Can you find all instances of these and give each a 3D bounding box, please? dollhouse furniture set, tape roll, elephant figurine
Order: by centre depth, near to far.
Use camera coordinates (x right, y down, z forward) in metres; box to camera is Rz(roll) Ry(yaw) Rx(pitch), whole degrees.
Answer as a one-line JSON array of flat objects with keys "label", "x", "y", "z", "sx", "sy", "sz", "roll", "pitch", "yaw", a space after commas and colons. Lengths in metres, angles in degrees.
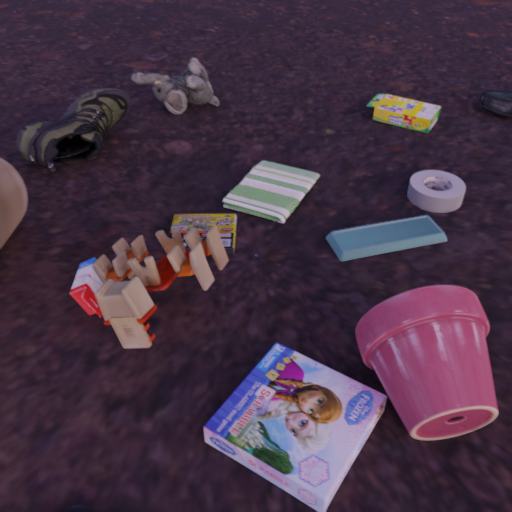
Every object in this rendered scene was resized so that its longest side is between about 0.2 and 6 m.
[{"label": "dollhouse furniture set", "x": -1.506, "y": 0.415, "z": 8.241, "sx": 1.830, "sy": 0.943, "sz": 1.810, "roll": -6, "pitch": 29, "yaw": 28}, {"label": "tape roll", "x": 3.510, "y": -1.268, "z": 10.933, "sx": 1.052, "sy": 0.347, "sz": 1.052, "roll": 0, "pitch": 38, "yaw": 0}, {"label": "elephant figurine", "x": -2.021, "y": -4.161, "z": 14.050, "sx": 1.662, "sy": 1.290, "sz": 1.176, "roll": -20, "pitch": -1, "yaw": 14}]

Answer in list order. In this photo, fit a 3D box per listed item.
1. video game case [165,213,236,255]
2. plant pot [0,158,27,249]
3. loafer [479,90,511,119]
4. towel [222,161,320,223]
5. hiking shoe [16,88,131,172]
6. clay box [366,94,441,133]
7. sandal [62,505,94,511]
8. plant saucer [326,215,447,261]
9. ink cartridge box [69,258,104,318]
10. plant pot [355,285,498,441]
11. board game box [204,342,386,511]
[{"label": "video game case", "x": -0.966, "y": -0.406, "z": 10.018, "sx": 1.197, "sy": 0.153, "sz": 1.082, "roll": 0, "pitch": 39, "yaw": 1}, {"label": "plant pot", "x": -4.893, "y": -0.777, "z": 9.050, "sx": 2.373, "sy": 2.373, "sz": 2.059, "roll": 6, "pitch": 23, "yaw": 7}, {"label": "loafer", "x": 6.886, "y": -3.793, "z": 13.576, "sx": 2.731, "sy": 0.959, "sz": 0.927, "roll": 13, "pitch": 39, "yaw": 16}, {"label": "towel", "x": 0.309, "y": -1.311, "z": 11.116, "sx": 1.378, "sy": 0.211, "sz": 1.807, "roll": 16, "pitch": 40, "yaw": 19}, {"label": "hiking shoe", "x": -3.675, "y": -2.668, "z": 12.298, "sx": 1.430, "sy": 1.075, "sz": 2.840, "roll": 34, "pitch": 58, "yaw": 24}, {"label": "clay box", "x": 3.573, "y": -3.511, "z": 13.692, "sx": 1.606, "sy": 0.382, "sz": 0.923, "roll": 20, "pitch": 43, "yaw": 23}, {"label": "sandal", "x": -1.936, "y": 3.179, "z": 5.395, "sx": 0.611, "sy": 0.344, "sz": 1.608, "roll": -2, "pitch": 39, "yaw": -3}, {"label": "plant saucer", "x": 2.322, "y": -0.354, "z": 9.935, "sx": 2.065, "sy": 0.196, "sz": 0.722, "roll": -10, "pitch": 40, "yaw": -13}, {"label": "ink cartridge box", "x": -2.516, "y": 0.517, "z": 8.524, "sx": 0.298, "sy": 0.516, "sz": 0.887, "roll": -20, "pitch": 36, "yaw": 15}, {"label": "plant pot", "x": 2.158, "y": 1.369, "z": 6.834, "sx": 1.606, "sy": 1.606, "sz": 1.437, "roll": -5, "pitch": 54, "yaw": -6}, {"label": "board game box", "x": 0.501, "y": 1.994, "z": 6.872, "sx": 1.648, "sy": 0.340, "sz": 1.652, "roll": 22, "pitch": 44, "yaw": 25}]
